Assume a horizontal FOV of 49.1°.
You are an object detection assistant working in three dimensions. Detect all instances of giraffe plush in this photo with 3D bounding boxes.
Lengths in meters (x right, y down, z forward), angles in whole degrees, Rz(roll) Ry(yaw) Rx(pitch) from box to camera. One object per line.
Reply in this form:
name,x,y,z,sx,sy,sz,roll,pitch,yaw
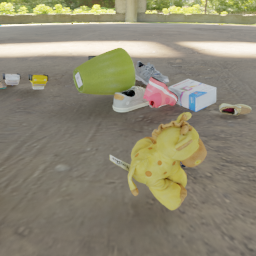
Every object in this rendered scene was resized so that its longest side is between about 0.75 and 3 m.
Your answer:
giraffe plush,0.794,0.455,5.300,1.807,1.465,1.559,23,34,-37

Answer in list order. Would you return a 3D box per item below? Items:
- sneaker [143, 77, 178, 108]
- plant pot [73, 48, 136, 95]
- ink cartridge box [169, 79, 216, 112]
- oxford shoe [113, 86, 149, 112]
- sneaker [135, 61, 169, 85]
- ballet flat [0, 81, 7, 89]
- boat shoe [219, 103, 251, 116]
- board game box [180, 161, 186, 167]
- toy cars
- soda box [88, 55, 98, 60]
sneaker,1.084,-1.087,9.942,0.752,0.886,2.042,36,6,31
plant pot,-1.042,-2.036,10.896,1.984,1.857,1.857,-19,31,-28
ink cartridge box,2.445,-1.295,10.779,1.091,0.639,1.510,-25,32,-25
oxford shoe,0.408,-1.265,10.768,0.967,0.743,2.573,17,28,38
sneaker,1.016,-2.619,13.361,0.868,0.952,2.322,-18,31,-34
ballet flat,-6.313,-2.090,12.738,1.588,0.534,0.540,2,25,4
boat shoe,3.759,-0.604,9.829,1.086,0.402,0.360,4,38,13
board game box,1.117,0.711,7.040,0.842,0.146,0.570,7,27,28
toy cars,-4.705,-2.129,12.753,2.940,0.651,1.318,7,13,23
soda box,-1.710,-3.309,15.049,0.850,0.761,2.403,-4,25,-6
